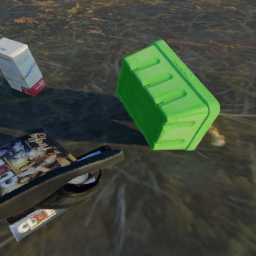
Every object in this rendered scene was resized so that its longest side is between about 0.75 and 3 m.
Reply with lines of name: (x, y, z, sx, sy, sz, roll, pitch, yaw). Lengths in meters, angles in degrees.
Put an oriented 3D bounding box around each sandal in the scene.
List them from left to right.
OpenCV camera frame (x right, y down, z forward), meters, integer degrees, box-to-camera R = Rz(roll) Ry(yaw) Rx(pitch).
sandal: (-1.095, 0.970, 4.225, 2.348, 0.562, 0.883, -25, 7, -7)

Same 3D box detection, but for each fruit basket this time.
fruit basket: (1.202, -0.738, 6.746, 2.594, 1.871, 2.594, 8, 49, -9)

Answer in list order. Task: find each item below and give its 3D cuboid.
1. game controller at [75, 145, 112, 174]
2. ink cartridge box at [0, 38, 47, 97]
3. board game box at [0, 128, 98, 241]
game controller: (-0.800, 0.733, 5.962, 1.062, 0.224, 0.554, -24, 35, -9)
ink cartridge box: (-3.326, -1.840, 8.523, 1.124, 1.542, 0.639, 23, 58, 27)
board game box: (-1.871, 0.893, 5.472, 1.561, 0.399, 2.304, -29, 39, -28)
